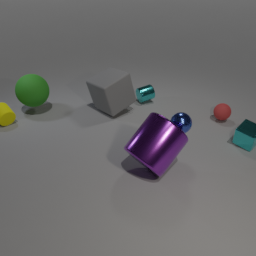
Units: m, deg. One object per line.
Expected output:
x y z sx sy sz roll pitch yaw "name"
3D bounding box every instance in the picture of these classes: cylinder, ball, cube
0.821 -1.633 13.261 0.700 0.700 0.700 -20 34 -16 "cylinder"
-5.020 -0.559 11.300 0.700 0.700 0.700 -26 57 -38 "cylinder"
3.884 -0.668 11.533 0.700 0.700 0.700 0 29 0 "ball"
-4.090 -1.603 11.998 1.400 1.400 1.400 0 29 0 "ball"
-0.710 -1.592 12.086 1.400 1.400 1.400 -36 40 -25 "cube"
0.828 0.489 8.325 1.400 1.400 1.400 -52 46 -6 "cylinder"
1.701 -0.157 8.994 0.700 0.700 0.700 0 29 0 "ball"
4.192 0.252 9.786 0.700 0.700 0.700 -37 52 -27 "cube"
